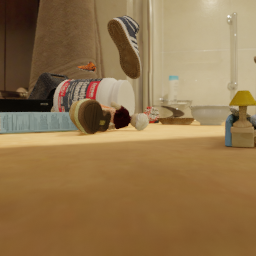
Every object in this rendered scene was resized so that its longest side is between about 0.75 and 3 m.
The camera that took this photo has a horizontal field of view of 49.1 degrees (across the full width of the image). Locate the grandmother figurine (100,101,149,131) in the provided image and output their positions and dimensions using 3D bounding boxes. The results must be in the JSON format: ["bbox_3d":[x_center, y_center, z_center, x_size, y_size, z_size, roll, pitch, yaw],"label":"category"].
[{"bbox_3d":[-0.386,-0.370,8.489,2.070,0.627,1.255,13,-26,2],"label":"grandmother figurine"}]

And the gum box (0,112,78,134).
[{"bbox_3d":[-2.862,-0.176,8.127,2.507,0.559,2.130,-2,3,-38],"label":"gum box"}]

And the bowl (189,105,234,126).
[{"bbox_3d":[4.116,-0.617,13.885,2.172,0.976,2.172,-1,3,0],"label":"bowl"}]

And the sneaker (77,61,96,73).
[{"bbox_3d":[-2.122,-3.165,14.367,0.961,0.538,0.373,9,7,-13],"label":"sneaker"}]

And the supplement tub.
[{"bbox_3d":[-1.295,-0.968,10.924,2.728,1.914,1.914,1,3,23],"label":"supplement tub"}]

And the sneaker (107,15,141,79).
[{"bbox_3d":[0.105,-3.335,11.390,0.872,2.489,1.350,-9,28,30],"label":"sneaker"}]

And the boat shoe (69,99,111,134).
[{"bbox_3d":[-1.128,-0.287,7.181,0.885,0.832,2.323,15,-5,10],"label":"boat shoe"}]

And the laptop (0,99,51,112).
[{"bbox_3d":[-3.870,-0.524,10.670,1.815,1.058,2.049,0,2,-16],"label":"laptop"}]

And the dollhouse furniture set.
[{"bbox_3d":[2.850,-0.547,4.278,2.335,1.614,2.473,1,3,29],"label":"dollhouse furniture set"}]

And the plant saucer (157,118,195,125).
[{"bbox_3d":[2.663,-0.385,15.508,2.144,0.380,2.144,0,2,0],"label":"plant saucer"}]

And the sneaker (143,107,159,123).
[{"bbox_3d":[1.062,-0.828,17.830,2.009,1.077,0.671,-1,2,-21],"label":"sneaker"}]

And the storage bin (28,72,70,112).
[{"bbox_3d":[-3.402,-1.206,12.366,1.502,2.222,1.042,-3,46,-52],"label":"storage bin"}]
